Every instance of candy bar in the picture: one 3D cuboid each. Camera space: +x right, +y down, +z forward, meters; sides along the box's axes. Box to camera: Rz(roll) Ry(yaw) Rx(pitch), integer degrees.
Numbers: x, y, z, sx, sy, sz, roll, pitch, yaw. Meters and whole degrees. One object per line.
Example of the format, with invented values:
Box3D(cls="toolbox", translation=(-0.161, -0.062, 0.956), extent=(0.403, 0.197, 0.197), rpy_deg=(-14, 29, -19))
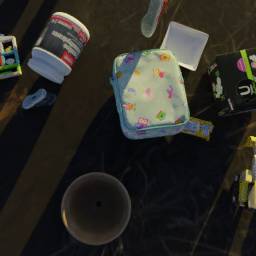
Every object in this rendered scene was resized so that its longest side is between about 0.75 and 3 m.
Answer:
Box3D(cls="candy bar", translation=(1.463, -0.213, 9.547), extent=(2.915, 0.323, 0.727), rpy_deg=(14, 72, 5))

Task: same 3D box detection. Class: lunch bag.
Box3D(cls="lunch bag", translation=(0.637, -1.130, 9.142), extent=(2.311, 1.111, 2.882), rpy_deg=(-9, 70, 2))

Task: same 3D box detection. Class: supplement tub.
Box3D(cls="supplement tub", translation=(-2.313, -2.656, 9.390), extent=(1.393, 1.393, 1.985), rpy_deg=(26, 83, 3))

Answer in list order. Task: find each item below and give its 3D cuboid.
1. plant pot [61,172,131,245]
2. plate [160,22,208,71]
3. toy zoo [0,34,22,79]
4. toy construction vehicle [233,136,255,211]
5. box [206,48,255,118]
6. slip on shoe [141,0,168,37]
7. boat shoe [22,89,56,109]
Box3D(cls="plant pot", translation=(-0.966, 2.482, 8.935), extent=(2.141, 0.988, 2.141), rpy_deg=(0, 83, 1))
Box3D(cls="plate", translation=(1.951, -2.902, 10.022), extent=(1.457, 0.236, 1.454), rpy_deg=(21, 84, 3))
Box3D(cls="toy zoo", translation=(-4.502, -2.603, 10.013), extent=(1.101, 0.172, 1.677), rpy_deg=(-13, 83, -1))
Box3D(cls="toy construction vehicle", translation=(4.803, 1.849, 8.860), extent=(2.504, 1.013, 2.876), rpy_deg=(13, 74, 9))
Box3D(cls="box", translation=(3.636, -1.474, 9.361), extent=(1.408, 1.179, 1.896), rpy_deg=(-12, 84, -2))
Box3D(cls="slip on shoe", translation=(0.816, -3.447, 8.675), extent=(0.463, 1.514, 0.561), rpy_deg=(-31, 71, -32))
Box3D(cls="boat shoe", translation=(-3.027, -0.896, 9.525), extent=(1.289, 0.585, 0.456), rpy_deg=(-18, 64, 36))
